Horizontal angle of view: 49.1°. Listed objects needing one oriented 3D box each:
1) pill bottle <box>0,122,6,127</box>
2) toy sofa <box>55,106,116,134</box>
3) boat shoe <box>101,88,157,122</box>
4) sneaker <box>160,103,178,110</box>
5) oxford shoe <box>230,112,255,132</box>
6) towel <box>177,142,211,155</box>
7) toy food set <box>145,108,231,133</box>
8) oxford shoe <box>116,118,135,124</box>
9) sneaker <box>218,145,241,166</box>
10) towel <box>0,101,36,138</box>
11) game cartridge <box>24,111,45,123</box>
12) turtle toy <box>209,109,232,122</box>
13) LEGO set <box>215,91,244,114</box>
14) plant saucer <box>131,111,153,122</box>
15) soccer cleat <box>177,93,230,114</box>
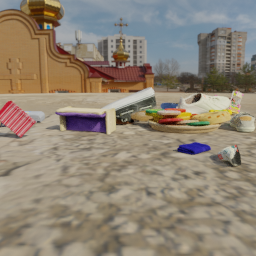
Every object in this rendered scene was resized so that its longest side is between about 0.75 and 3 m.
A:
[{"bbox_3d":[-5.109,-0.307,11.041,0.568,0.568,1.024,7,11,37],"label":"pill bottle"},{"bbox_3d":[-1.514,-0.264,9.924,2.047,0.848,0.999,4,15,22],"label":"toy sofa"},{"bbox_3d":[-0.115,-0.707,11.455,2.838,1.006,1.023,-22,9,-1],"label":"boat shoe"},{"bbox_3d":[2.812,-1.363,18.019,1.504,0.527,0.586,3,1,0],"label":"sneaker"},{"bbox_3d":[4.433,-0.306,10.815,0.858,0.659,2.283,-1,7,15],"label":"oxford shoe"},{"bbox_3d":[1.694,0.505,7.177,0.763,0.189,0.564,-9,12,-43],"label":"towel"},{"bbox_3d":[2.150,-0.332,10.748,2.864,0.704,2.894,-6,11,-31],"label":"toy food set"},{"bbox_3d":[-0.150,-0.330,11.973,0.960,0.342,0.342,-4,15,-30],"label":"oxford shoe"},{"bbox_3d":[2.223,0.642,6.184,0.448,0.338,0.959,-18,5,25],"label":"sneaker"},{"bbox_3d":[-3.430,-0.266,8.524,0.739,1.022,0.115,-43,22,7],"label":"towel"},{"bbox_3d":[-5.075,-0.496,12.732,2.369,0.479,1.580,-1,6,-9],"label":"game cartridge"},{"bbox_3d":[4.005,-0.531,12.392,0.834,0.578,1.144,-1,8,-9],"label":"turtle toy"},{"bbox_3d":[5.655,-1.426,15.322,1.373,1.111,2.984,21,9,29],"label":"LEGO set"},{"bbox_3d":[1.117,-0.657,13.723,2.317,0.410,2.317,0,9,0],"label":"plant saucer"},{"bbox_3d":[3.600,-1.162,12.991,2.781,1.079,0.963,-13,35,-16],"label":"soccer cleat"}]
